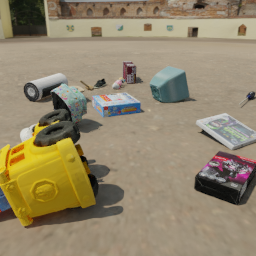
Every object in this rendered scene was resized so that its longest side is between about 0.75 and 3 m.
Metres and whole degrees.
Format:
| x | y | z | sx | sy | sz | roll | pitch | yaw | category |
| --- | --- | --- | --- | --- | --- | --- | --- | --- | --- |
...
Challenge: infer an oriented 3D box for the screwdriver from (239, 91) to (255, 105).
| x | y | z | sx | sy | sz | roll | pitch | yaw | category |
| --- | --- | --- | --- | --- | --- | --- | --- | --- | --- |
| 5.972 | -1.514 | 14.205 | 0.367 | 0.351 | 2.520 | 45 | 39 | 22 | screwdriver |

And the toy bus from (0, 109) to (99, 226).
| x | y | z | sx | sy | sz | roll | pitch | yaw | category |
| --- | --- | --- | --- | --- | --- | --- | --- | --- | --- |
| -2.246 | 0.955 | 6.659 | 2.617 | 1.850 | 2.726 | -22 | 24 | -10 | toy bus |

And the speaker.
| x | y | z | sx | sy | sz | roll | pitch | yaw | category |
| --- | --- | --- | --- | --- | --- | --- | --- | --- | --- |
| -4.371 | -2.245 | 15.154 | 1.035 | 1.035 | 2.549 | 9 | 23 | 22 | speaker |

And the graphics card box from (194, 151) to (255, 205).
| x | y | z | sx | sy | sz | roll | pitch | yaw | category |
| --- | --- | --- | --- | --- | --- | --- | --- | --- | --- |
| 2.607 | 1.222 | 7.352 | 1.121 | 0.454 | 1.786 | 16 | 28 | 34 | graphics card box |

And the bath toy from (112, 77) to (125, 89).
| x | y | z | sx | sy | sz | roll | pitch | yaw | category |
| --- | --- | --- | --- | --- | --- | --- | --- | --- | --- |
| -0.552 | -2.704 | 17.056 | 0.489 | 0.575 | 1.323 | 25 | 30 | 2 | bath toy |

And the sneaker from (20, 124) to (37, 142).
| x | y | z | sx | sy | sz | roll | pitch | yaw | category |
| --- | --- | --- | --- | --- | --- | --- | --- | --- | --- |
| -2.865 | 0.218 | 8.949 | 0.803 | 1.068 | 2.145 | -34 | 36 | -32 | sneaker |

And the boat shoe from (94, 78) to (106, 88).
| x | y | z | sx | sy | sz | roll | pitch | yaw | category |
| --- | --- | --- | --- | --- | --- | --- | --- | --- | --- |
| -1.729 | -2.782 | 17.277 | 0.490 | 0.435 | 1.312 | 11 | 24 | 25 | boat shoe |

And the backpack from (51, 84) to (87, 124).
| x | y | z | sx | sy | sz | roll | pitch | yaw | category |
| --- | --- | --- | --- | --- | --- | --- | --- | --- | --- |
| -2.268 | -0.930 | 10.709 | 1.150 | 1.528 | 1.356 | -40 | 69 | -22 | backpack |

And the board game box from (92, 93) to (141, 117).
| x | y | z | sx | sy | sz | roll | pitch | yaw | category |
| --- | --- | --- | --- | --- | --- | --- | --- | --- | --- |
| -0.574 | -1.114 | 13.053 | 1.777 | 0.507 | 1.815 | -9 | 24 | -19 | board game box |

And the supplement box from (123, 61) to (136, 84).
| x | y | z | sx | sy | sz | roll | pitch | yaw | category |
| --- | --- | --- | --- | --- | --- | --- | --- | --- | --- |
| 0.075 | -3.749 | 18.727 | 0.639 | 1.143 | 2.100 | -2 | 23 | -8 | supplement box |

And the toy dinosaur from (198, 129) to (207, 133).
| x | y | z | sx | sy | sz | roll | pitch | yaw | category |
| --- | --- | --- | --- | --- | --- | --- | --- | --- | --- |
| 3.014 | 0.042 | 10.456 | 0.841 | 0.324 | 0.430 | -2 | 15 | -11 | toy dinosaur |

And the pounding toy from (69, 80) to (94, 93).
| x | y | z | sx | sy | sz | roll | pitch | yaw | category |
| --- | --- | --- | --- | --- | --- | --- | --- | --- | --- |
| -2.804 | -1.931 | 14.164 | 1.148 | 1.152 | 2.007 | 19 | 32 | 35 | pounding toy |

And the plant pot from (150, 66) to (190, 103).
| x | y | z | sx | sy | sz | roll | pitch | yaw | category |
| --- | --- | --- | --- | --- | --- | --- | --- | --- | --- |
| 2.008 | -2.099 | 14.375 | 1.525 | 1.493 | 1.497 | -28 | 30 | -16 | plant pot |

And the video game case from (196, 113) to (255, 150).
| x | y | z | sx | sy | sz | roll | pitch | yaw | category |
| --- | --- | --- | --- | --- | --- | --- | --- | --- | --- |
| 3.615 | 0.066 | 10.078 | 1.588 | 0.204 | 1.746 | -14 | 38 | -30 | video game case |
